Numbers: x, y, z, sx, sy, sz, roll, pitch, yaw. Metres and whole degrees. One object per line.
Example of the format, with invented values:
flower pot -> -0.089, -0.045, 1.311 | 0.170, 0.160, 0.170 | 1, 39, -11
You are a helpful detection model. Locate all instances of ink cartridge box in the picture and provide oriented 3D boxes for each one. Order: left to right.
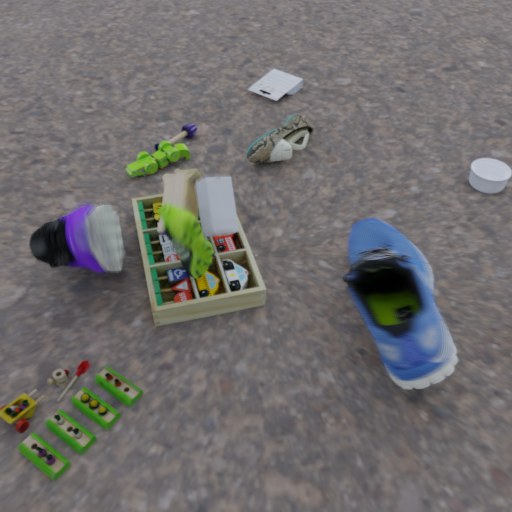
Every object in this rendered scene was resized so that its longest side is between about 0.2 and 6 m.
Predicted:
ink cartridge box -> 0.546, -4.654, 15.547 | 1.025, 0.317, 1.264 | 28, 59, 25

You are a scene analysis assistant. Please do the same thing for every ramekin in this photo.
ramekin -> 5.134, -1.749, 12.364 | 0.849, 0.414, 0.849 | 0, 44, 0

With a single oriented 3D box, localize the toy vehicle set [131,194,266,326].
toy vehicle set -> -1.195, -0.149, 10.688 | 1.973, 0.421, 3.175 | -11, 45, -11

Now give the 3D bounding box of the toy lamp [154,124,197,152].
toy lamp -> -1.917, -2.841, 13.568 | 0.362, 0.362, 1.244 | 30, 53, 27

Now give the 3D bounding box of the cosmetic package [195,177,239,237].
cosmetic package -> -0.710, -0.895, 10.147 | 0.580, 1.027, 0.417 | -6, -4, -36

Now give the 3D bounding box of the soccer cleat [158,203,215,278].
soccer cleat -> -1.144, -0.243, 9.246 | 0.710, 1.752, 0.591 | 36, 69, 25

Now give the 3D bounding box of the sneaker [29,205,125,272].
sneaker -> -3.088, -0.203, 9.482 | 1.524, 1.066, 3.065 | -8, 2, -9

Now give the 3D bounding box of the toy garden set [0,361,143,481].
toy garden set -> -2.809, 2.191, 8.296 | 1.429, 0.342, 1.714 | 27, 50, 25

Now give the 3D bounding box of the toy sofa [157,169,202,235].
toy sofa -> -1.363, -0.894, 10.356 | 0.669, 0.567, 1.370 | -5, 64, 13

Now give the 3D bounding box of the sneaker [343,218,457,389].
sneaker -> 2.132, 0.332, 8.839 | 1.349, 1.532, 3.436 | -24, 35, 11

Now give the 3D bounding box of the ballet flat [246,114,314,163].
ballet flat -> 0.696, -2.689, 13.186 | 0.821, 0.740, 2.180 | 34, 49, 16

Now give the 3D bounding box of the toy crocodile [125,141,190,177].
toy crocodile -> -2.239, -2.187, 12.840 | 1.566, 0.484, 0.529 | -32, 53, -23
